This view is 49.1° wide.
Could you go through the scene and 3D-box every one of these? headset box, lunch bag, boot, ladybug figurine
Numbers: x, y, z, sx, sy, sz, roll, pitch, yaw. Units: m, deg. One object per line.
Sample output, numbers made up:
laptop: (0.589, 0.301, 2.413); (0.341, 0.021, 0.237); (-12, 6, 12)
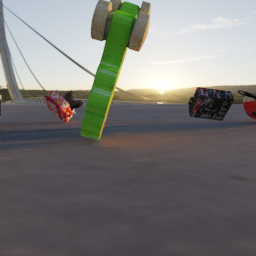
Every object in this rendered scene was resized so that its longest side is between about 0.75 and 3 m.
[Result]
headset box: (1.998, -0.598, 6.968); (0.972, 0.723, 0.375); (7, 47, -4)
lunch bag: (-2.160, -0.648, 8.977); (0.929, 0.432, 1.054); (35, -21, 15)
boot: (-2.029, -1.049, 10.179); (0.858, 0.747, 0.297); (-23, -25, 26)
ladybug figurine: (4.679, -0.657, 9.194); (1.457, 0.772, 2.147); (16, -3, -20)

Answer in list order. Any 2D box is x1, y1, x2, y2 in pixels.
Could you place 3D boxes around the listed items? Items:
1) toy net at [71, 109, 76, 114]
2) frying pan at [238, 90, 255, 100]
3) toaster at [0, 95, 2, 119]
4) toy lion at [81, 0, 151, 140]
toy net: (-2.342, -0.797, 10.792); (0.499, 0.184, 0.952); (-12, -26, 37)
frying pan: (3.531, -0.767, 7.114); (1.251, 0.757, 0.204); (34, 41, -7)
toaster: (-3.846, -0.567, 7.652); (0.556, 0.937, 0.847); (4, 5, -12)
toy lion: (-0.317, -1.104, 5.282); (0.870, 2.429, 2.534); (16, 30, -4)
